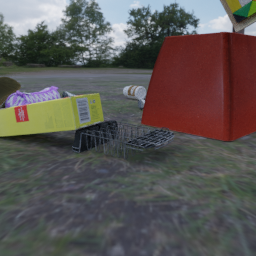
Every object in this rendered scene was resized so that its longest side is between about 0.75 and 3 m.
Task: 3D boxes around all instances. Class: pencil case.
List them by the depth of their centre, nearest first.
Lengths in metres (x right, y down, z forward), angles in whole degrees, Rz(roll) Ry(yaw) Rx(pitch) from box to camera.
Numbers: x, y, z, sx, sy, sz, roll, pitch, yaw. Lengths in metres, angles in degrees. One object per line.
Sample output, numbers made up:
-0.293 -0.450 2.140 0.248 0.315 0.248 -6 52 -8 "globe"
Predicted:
-3.238 -0.907 9.781 0.973 0.991 2.318 15 15 9 "pencil case"

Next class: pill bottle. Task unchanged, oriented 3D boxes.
0.310 -1.857 14.586 0.689 0.689 1.206 -10 16 -37 "pill bottle"

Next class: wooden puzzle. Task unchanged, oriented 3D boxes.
2.799 -3.114 6.698 0.235 1.261 1.167 -30 4 -37 "wooden puzzle"

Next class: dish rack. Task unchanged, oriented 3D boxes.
-0.054 0.244 5.979 1.944 0.530 1.491 10 18 31 "dish rack"

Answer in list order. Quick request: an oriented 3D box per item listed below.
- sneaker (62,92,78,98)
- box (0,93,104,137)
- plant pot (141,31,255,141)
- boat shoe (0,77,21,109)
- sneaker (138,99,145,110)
-2.579 -1.444 13.517 0.726 0.472 1.257 -6 24 -45 "sneaker"
-2.028 -0.274 6.649 2.830 0.709 1.065 -4 9 32 "box"
2.403 -1.374 8.277 2.951 2.603 2.953 -13 19 -43 "plant pot"
-4.506 -0.661 8.876 1.059 0.974 2.963 29 36 0 "boat shoe"
0.696 -0.983 11.496 0.492 0.421 1.130 4 13 -4 "sneaker"
